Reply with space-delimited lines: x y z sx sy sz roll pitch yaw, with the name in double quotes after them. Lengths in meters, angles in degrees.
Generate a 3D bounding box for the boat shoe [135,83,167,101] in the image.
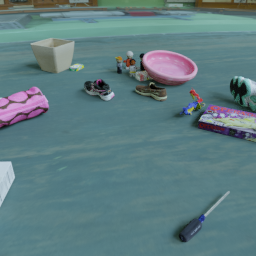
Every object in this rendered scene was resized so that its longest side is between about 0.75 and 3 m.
1.106 -1.848 13.248 1.799 0.666 0.664 23 37 34 "boat shoe"

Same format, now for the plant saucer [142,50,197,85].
2.188 -3.191 15.057 2.960 0.750 2.960 6 41 -5 "plant saucer"

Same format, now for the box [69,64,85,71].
-3.070 -3.681 16.932 0.530 0.219 0.904 13 30 20 "box"

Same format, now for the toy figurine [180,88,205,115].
2.454 -0.916 11.407 0.968 0.852 1.615 -37 -8 6 "toy figurine"

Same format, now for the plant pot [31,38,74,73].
-4.335 -4.226 16.486 1.811 1.603 1.809 16 34 24 "plant pot"

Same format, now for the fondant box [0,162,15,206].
-4.003 1.720 7.036 1.549 0.625 2.147 -1 29 -1 "fondant box"

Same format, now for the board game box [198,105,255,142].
4.249 -0.167 10.617 2.792 0.451 1.676 14 29 24 "board game box"

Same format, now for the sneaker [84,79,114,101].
-1.386 -1.989 13.173 1.888 0.815 0.758 23 52 36 "sneaker"

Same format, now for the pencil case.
-4.473 -0.660 10.560 2.989 1.357 1.400 -29 6 -38 "pencil case"

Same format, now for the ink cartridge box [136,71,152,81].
1.012 -2.902 15.416 1.055 0.356 0.615 -13 32 -20 "ink cartridge box"

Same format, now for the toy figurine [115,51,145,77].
0.180 -3.729 16.121 1.573 1.094 1.549 23 37 34 "toy figurine"

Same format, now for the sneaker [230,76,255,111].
6.051 -1.415 12.162 2.097 1.166 2.999 -12 42 -22 "sneaker"

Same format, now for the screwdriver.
1.909 2.024 6.793 0.308 0.295 2.114 47 50 13 "screwdriver"
